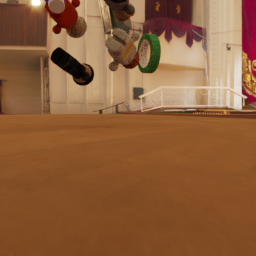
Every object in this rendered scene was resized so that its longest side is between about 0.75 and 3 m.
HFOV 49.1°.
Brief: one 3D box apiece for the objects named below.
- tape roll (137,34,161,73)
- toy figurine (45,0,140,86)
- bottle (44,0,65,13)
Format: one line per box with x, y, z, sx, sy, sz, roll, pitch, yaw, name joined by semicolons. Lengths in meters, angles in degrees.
0.774;-2.846;10.754;0.355;1.476;1.476;-3;4;-21;tape roll
-1.018;-2.972;9.028;2.812;2.857;1.987;-13;-12;13;toy figurine
-1.957;-3.628;7.224;0.696;1.666;0.544;13;-42;-43;bottle
